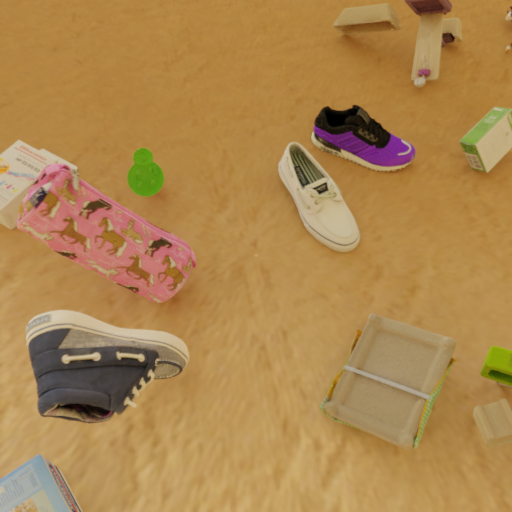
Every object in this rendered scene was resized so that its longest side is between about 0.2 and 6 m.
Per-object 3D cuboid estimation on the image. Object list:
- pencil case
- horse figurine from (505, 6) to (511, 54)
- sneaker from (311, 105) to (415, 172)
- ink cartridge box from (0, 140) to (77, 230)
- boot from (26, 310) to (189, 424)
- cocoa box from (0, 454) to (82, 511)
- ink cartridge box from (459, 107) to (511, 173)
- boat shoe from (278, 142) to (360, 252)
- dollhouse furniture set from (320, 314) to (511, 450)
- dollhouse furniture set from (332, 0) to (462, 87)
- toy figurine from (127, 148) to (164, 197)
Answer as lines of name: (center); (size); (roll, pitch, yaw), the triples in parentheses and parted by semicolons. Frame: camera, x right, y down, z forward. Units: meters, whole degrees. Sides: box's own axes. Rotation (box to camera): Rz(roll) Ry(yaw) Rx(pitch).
pencil case: (-1.969, -0.251, 7.569); (2.361, 1.022, 0.978); (34, 60, -28)
horse figurine: (5.967, -4.411, 11.329); (2.001, 0.500, 1.326); (18, 52, 20)
sneaker: (1.831, -2.067, 9.521); (1.838, 0.914, 0.639); (18, 58, 12)
ink cartridge box: (-3.850, -1.292, 9.228); (0.915, 0.539, 1.589); (27, 60, 17)
boot: (-1.561, 1.399, 6.371); (0.836, 2.298, 1.038); (-33, 57, 24)
cocoa box: (-2.365, 3.011, 6.143); (0.842, 0.828, 1.262); (-31, 61, -19)
ink cartridge box: (4.067, -2.067, 9.448); (1.240, 0.644, 0.368); (-44, 34, -6)
boat shoe: (0.942, -0.945, 8.844); (0.731, 0.663, 1.987); (-30, 67, -16)
dollhouse furniture set: (2.614, 2.005, 7.045); (3.227, 1.246, 1.613); (15, 63, 33)
dollhouse furniture set: (2.796, -4.114, 11.376); (2.235, 1.771, 1.586); (9, 96, 32)
toy figurine: (-1.744, -1.313, 9.061); (0.577, 0.708, 0.769); (-9, 92, -1)
